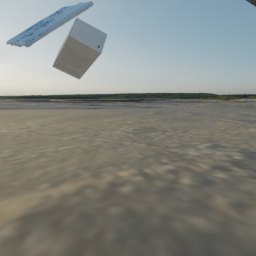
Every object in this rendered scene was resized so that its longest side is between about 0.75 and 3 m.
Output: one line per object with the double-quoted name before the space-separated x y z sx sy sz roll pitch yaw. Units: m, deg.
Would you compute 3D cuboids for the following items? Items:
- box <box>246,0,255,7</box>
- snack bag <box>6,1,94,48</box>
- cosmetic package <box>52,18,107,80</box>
"box" 4.242 -4.352 8.594 1.155 0.717 1.164 23 -7 -17
"snack bag" -2.244 -2.942 8.014 2.289 0.260 2.428 -40 33 -18
"cosmetic package" -1.894 -2.898 10.638 1.257 0.883 2.479 24 -23 -22
